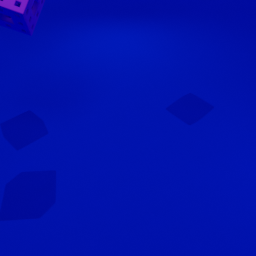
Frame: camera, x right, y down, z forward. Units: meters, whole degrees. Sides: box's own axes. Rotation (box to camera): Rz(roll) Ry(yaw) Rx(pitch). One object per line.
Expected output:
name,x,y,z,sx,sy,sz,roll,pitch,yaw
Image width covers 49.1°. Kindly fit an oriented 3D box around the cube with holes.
cube with holes,-2.258,-2.549,5.476,0.908,0.908,0.908,17,80,-7
